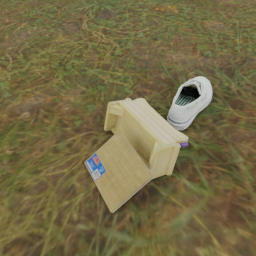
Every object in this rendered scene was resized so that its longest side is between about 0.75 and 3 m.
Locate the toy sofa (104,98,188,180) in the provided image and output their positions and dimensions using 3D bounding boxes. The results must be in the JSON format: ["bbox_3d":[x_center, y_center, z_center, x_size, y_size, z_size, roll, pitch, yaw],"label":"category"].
[{"bbox_3d":[0.384,0.171,6.813,1.055,0.895,2.161,-13,41,-31],"label":"toy sofa"}]

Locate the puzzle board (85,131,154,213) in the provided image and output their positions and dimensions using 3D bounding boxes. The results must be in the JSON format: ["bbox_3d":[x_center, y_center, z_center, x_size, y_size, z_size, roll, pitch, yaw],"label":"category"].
[{"bbox_3d":[-0.244,0.897,6.094,1.139,0.131,1.511,-43,48,5],"label":"puzzle board"}]

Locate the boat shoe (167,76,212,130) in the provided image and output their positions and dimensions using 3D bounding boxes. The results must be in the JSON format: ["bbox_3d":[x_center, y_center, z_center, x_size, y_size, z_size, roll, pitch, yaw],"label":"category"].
[{"bbox_3d":[1.926,-0.963,8.145,0.945,0.858,2.568,18,45,17],"label":"boat shoe"}]
